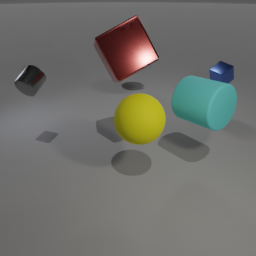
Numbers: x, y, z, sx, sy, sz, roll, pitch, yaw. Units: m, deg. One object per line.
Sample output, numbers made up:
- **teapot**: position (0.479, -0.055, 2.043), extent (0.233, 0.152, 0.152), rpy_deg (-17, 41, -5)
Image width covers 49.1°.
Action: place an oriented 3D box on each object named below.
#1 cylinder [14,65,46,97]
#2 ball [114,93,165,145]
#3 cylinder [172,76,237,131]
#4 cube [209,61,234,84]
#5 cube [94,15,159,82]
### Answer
- **cylinder**: position (-2.995, -1.450, 8.625), extent (0.700, 0.700, 0.700), rpy_deg (12, 58, 21)
- **ball**: position (0.315, -0.239, 7.641), extent (1.400, 1.400, 1.400), rpy_deg (0, 28, 0)
- **cylinder**: position (2.294, -0.777, 8.499), extent (1.400, 1.400, 1.400), rpy_deg (-20, 31, -34)
- **cube**: position (3.912, -2.244, 11.694), extent (0.700, 0.700, 0.700), rpy_deg (-37, 45, -14)
- **cube**: position (-0.101, -2.351, 8.589), extent (1.400, 1.400, 1.400), rpy_deg (-30, 12, -3)
